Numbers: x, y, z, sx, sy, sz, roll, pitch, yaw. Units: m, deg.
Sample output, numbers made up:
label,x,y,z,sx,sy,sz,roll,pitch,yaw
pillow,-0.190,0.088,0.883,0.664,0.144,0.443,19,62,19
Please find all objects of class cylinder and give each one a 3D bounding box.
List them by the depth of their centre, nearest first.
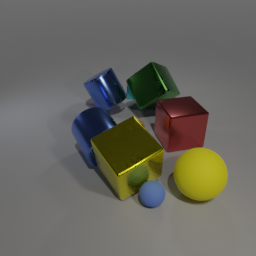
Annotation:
label,x,y,z,sx,sy,sz,roll,pitch,yaw
cylinder,-0.923,0.274,8.998,1.400,1.400,1.400,-16,46,-25
cylinder,-0.964,-1.633,11.975,1.400,1.400,1.400,-27,18,9

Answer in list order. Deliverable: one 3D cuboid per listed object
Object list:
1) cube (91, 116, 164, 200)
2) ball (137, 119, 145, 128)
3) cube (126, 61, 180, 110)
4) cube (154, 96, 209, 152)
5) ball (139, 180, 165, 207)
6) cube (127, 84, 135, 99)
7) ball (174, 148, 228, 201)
label,x,y,z,sx,sy,sz,roll,pitch,yaw
cube,-0.006,0.826,7.704,1.400,1.400,1.400,-29,55,-18
ball,0.271,0.002,10.331,0.700,0.700,0.700,0,31,0
cube,1.054,-1.695,11.625,1.400,1.400,1.400,-3,64,-58
cube,1.841,-0.169,9.986,1.400,1.400,1.400,-8,32,-12
ball,0.649,1.756,7.497,0.700,0.700,0.700,0,31,0
cube,0.333,-1.848,13.454,0.700,0.700,0.700,4,31,7
ball,1.934,1.230,7.521,1.400,1.400,1.400,0,31,0
